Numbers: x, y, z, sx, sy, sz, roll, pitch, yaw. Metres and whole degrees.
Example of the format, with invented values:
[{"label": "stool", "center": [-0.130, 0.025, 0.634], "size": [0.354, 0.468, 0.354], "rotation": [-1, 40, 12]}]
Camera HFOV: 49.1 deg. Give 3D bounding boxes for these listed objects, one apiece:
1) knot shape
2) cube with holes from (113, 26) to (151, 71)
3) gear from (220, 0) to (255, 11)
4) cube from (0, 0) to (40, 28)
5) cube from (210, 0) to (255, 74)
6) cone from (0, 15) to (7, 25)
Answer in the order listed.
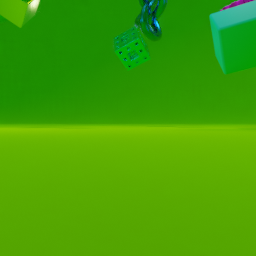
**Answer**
[{"label": "knot shape", "center": [0.684, -3.761, 9.072], "size": [0.841, 1.820, 1.704], "rotation": [-2, 19, -6]}, {"label": "cube with holes", "center": [0.173, -3.584, 12.602], "size": [1.180, 1.180, 1.180], "rotation": [-24, -47, 18]}, {"label": "gear", "center": [3.800, -4.025, 9.208], "size": [1.463, 0.271, 1.463], "rotation": [-19, 8, 3]}, {"label": "cube", "center": [-2.747, -3.179, 6.981], "size": [0.783, 0.783, 0.783], "rotation": [32, -42, -13]}, {"label": "cube", "center": [2.586, -2.068, 6.389], "size": [1.106, 1.106, 1.106], "rotation": [-13, 35, 14]}, {"label": "cone", "center": [-4.385, -3.339, 7.704], "size": [1.640, 1.640, 1.646], "rotation": [0, 40, 12]}]
